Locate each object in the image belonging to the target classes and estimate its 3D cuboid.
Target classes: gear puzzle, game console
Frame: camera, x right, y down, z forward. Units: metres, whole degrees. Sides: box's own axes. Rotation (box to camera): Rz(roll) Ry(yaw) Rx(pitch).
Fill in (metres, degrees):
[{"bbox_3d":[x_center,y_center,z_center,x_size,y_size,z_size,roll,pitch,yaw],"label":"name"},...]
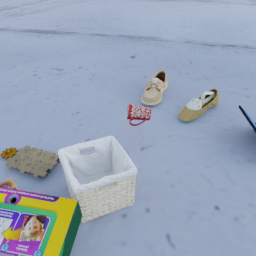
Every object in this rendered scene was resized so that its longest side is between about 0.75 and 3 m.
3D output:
[{"bbox_3d":[-3.289,1.076,9.123,2.221,0.291,1.151,12,38,21],"label":"gear puzzle"},{"bbox_3d":[5.061,0.093,9.547,1.944,1.286,2.210,-9,35,5],"label":"game console"}]

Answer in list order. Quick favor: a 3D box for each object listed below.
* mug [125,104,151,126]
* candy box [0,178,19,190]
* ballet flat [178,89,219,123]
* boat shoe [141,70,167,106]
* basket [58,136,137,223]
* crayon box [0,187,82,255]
[{"bbox_3d":[0.354,-0.442,9.833,0.834,0.740,0.556,6,6,-10],"label":"mug"},{"bbox_3d":[-3.241,2.055,7.525,0.862,0.417,1.478,-26,44,-33],"label":"candy box"},{"bbox_3d":[2.964,-1.029,11.700,0.845,0.776,2.461,29,44,35],"label":"ballet flat"},{"bbox_3d":[1.236,-1.910,12.881,0.942,0.884,2.556,10,36,15],"label":"boat shoe"},{"bbox_3d":[-0.852,1.336,7.707,1.710,1.388,1.726,-15,38,-20],"label":"basket"},{"bbox_3d":[-2.757,2.591,5.926,2.924,0.852,2.523,7,47,8],"label":"crayon box"}]
